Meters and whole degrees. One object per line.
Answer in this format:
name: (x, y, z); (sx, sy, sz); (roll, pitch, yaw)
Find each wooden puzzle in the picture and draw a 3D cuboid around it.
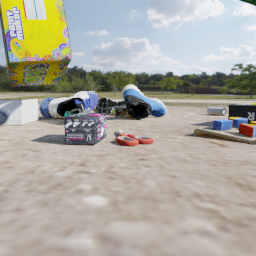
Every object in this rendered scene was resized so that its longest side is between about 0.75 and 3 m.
wooden puzzle: (2.880, 0.004, 7.070); (1.704, 0.426, 1.840); (-7, 10, -39)

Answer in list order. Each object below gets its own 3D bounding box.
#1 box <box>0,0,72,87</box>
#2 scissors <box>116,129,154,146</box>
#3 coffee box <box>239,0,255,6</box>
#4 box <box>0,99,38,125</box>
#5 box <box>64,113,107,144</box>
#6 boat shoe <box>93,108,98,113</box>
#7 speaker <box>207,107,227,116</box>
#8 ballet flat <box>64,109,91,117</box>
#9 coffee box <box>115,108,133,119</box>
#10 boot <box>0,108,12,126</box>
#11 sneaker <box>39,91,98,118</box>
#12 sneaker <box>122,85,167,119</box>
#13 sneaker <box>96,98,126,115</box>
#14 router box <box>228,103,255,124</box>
box: (-3.178, -3.158, 9.234); (1.801, 2.952, 2.843); (-9, -4, -23)
scissors: (-0.134, 0.174, 6.802); (0.786, 0.150, 2.149); (-5, 10, -24)
coffee box: (3.467, -3.549, 6.899); (0.395, 1.103, 1.794); (-17, 38, -10)
box: (-4.083, -0.622, 10.177); (1.110, 0.870, 1.784); (0, 7, -1)
box: (-0.938, -0.002, 6.362); (0.716, 0.622, 1.084); (0, 6, 8)
boat shoe: (-1.518, -0.935, 15.021); (0.896, 0.322, 0.305); (7, -1, -31)
speaker: (4.305, -0.814, 13.609); (0.386, 0.386, 0.951); (-4, 8, -27)
ballet flat: (-1.682, -0.435, 10.148); (1.467, 0.516, 0.494); (3, 8, 18)
coffee box: (-0.131, -0.637, 11.940); (0.804, 0.460, 0.320); (-1, 7, -12)
boot: (-4.572, -0.229, 8.668); (1.736, 0.631, 0.784); (-6, 16, 3)
sneaker: (-2.154, -0.872, 11.962); (1.603, 1.122, 2.776); (11, 20, 40)
sneaker: (0.777, -0.742, 11.610); (0.911, 1.321, 2.374); (-37, -49, 28)
sneaker: (-0.565, -0.935, 13.773); (2.256, 0.869, 0.958); (10, -3, 29)
router box: (4.974, -0.388, 8.821); (2.904, 0.742, 2.166); (6, 10, 40)
